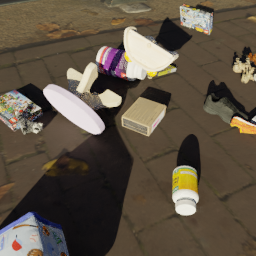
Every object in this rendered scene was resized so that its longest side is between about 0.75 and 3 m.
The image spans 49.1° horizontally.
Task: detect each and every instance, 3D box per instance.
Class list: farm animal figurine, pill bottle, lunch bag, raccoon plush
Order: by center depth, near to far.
[{"bbox_3d":[-2.790,3.717,6.416,2.774,1.718,2.359,-31,48,2],"label":"lunch bag"},{"bbox_3d":[1.832,1.988,8.956,0.814,0.814,1.444,5,44,5],"label":"pill bottle"},{"bbox_3d":[-3.969,-0.285,11.343,0.806,0.582,1.203,-21,86,-25],"label":"raccoon plush"},{"bbox_3d":[-0.285,-3.211,14.158,2.476,1.392,1.392,19,46,19],"label":"pill bottle"},{"bbox_3d":[6.288,-2.868,14.275,1.455,0.906,1.801,-20,47,6],"label":"farm animal figurine"}]

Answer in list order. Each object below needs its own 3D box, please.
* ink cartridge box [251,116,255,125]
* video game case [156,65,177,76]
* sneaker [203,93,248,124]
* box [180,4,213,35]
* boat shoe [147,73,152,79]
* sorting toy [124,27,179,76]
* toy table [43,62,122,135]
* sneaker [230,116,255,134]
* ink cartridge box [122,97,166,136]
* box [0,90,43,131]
[{"bbox_3d":[6.274,-0.247,11.736,1.599,0.346,1.570,-33,51,-29],"label":"ink cartridge box"},{"bbox_3d":[1.425,-3.298,14.868,1.770,0.226,1.600,34,40,32],"label":"video game case"},{"bbox_3d":[4.171,-0.834,11.968,1.955,0.887,0.742,27,47,25],"label":"sneaker"},{"bbox_3d":[3.014,-4.807,12.382,1.489,1.019,0.297,32,71,28],"label":"box"},{"bbox_3d":[1.123,-2.887,14.621,0.293,0.293,0.793,-9,43,-10],"label":"boat shoe"},{"bbox_3d":[1.165,-3.364,12.154,2.369,1.266,2.133,36,39,12],"label":"sorting toy"},{"bbox_3d":[-1.769,-1.207,11.381,2.905,2.670,1.701,37,66,3],"label":"toy table"},{"bbox_3d":[4.870,0.010,11.412,1.434,0.553,0.523,26,15,8],"label":"sneaker"},{"bbox_3d":[0.680,-0.518,11.825,1.307,0.596,1.586,23,47,21],"label":"ink cartridge box"},{"bbox_3d":[-4.983,-0.832,12.314,2.114,0.398,1.444,31,51,29],"label":"box"}]
